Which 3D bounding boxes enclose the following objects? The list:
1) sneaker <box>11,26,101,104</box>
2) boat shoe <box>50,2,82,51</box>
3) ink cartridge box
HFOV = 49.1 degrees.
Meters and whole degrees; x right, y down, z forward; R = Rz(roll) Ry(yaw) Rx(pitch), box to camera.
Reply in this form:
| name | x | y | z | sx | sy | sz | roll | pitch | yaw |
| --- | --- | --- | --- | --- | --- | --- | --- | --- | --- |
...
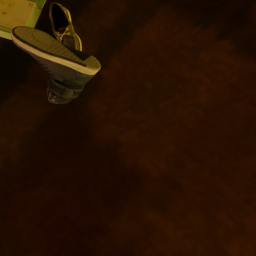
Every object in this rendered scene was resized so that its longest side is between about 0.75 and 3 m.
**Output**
| name | x | y | z | sx | sy | sz | roll | pitch | yaw |
| --- | --- | --- | --- | --- | --- | --- | --- | --- | --- |
| sneaker | -2.069 | -1.482 | 7.216 | 2.244 | 1.622 | 0.853 | 22 | 43 | -30 |
| boat shoe | -1.866 | -2.821 | 8.205 | 0.638 | 0.534 | 1.786 | -22 | 79 | 13 |
| ink cartridge box | -3.464 | -3.841 | 8.527 | 1.655 | 0.545 | 2.275 | 18 | 80 | 4 |
